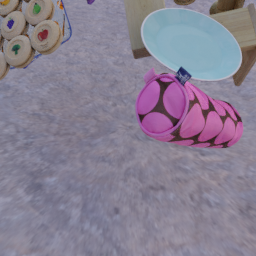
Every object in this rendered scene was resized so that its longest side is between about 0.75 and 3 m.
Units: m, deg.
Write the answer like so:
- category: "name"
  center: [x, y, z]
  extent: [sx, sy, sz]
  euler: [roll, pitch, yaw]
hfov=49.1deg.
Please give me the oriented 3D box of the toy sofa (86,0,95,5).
- category: "toy sofa"
  center: [-0.735, -5.009, 9.184]
  extent: [2.010, 0.981, 0.833]
  euler: [-49, 45, -11]

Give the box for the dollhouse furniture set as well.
- category: "dollhouse furniture set"
  center: [1.370, -2.256, 6.694]
  extent: [2.530, 2.061, 2.406]
  euler: [-10, 76, 7]

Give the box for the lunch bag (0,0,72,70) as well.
- category: "lunch bag"
  center: [-3.091, -3.038, 8.327]
  extent: [2.721, 2.180, 1.028]
  euler: [-37, 47, -25]

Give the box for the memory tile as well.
- category: "memory tile"
  center: [-2.747, -2.056, 6.073]
  extent: [2.714, 0.228, 2.080]
  euler: [-23, 71, 16]

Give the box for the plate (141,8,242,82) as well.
- category: "plate"
  center: [1.126, -1.491, 5.053]
  extent: [1.888, 0.241, 1.888]
  euler: [6, 55, -9]

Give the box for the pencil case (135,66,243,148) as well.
- category: "pencil case"
  center: [1.161, -0.249, 4.863]
  extent: [2.333, 1.059, 1.093]
  euler: [15, 42, -50]
